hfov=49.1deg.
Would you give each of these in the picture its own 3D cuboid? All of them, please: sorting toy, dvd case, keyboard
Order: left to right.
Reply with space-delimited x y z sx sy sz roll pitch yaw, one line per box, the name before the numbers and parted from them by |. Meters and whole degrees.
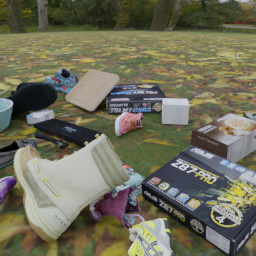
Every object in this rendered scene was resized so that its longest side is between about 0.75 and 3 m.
keyboard | -2.374 0.240 10.251 2.997 0.309 1.905 15 22 32
sorting toy | -1.716 -1.831 13.489 2.339 0.427 2.165 25 71 45
dvd case | -0.224 1.441 7.740 1.127 0.170 1.543 -17 28 -32

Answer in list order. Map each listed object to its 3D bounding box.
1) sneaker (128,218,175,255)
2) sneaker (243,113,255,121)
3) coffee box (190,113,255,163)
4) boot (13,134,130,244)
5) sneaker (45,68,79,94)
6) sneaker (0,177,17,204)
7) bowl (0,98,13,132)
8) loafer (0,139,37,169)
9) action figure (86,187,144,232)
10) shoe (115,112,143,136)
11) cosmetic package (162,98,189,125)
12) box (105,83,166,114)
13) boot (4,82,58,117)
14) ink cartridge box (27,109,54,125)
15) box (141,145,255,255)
sneaker | 0.437 2.453 4.919 0.830 0.819 2.173 -7 14 2
sneaker | 5.508 -0.458 11.410 1.535 0.609 0.567 13 29 28
coffee box | 3.255 0.365 9.195 2.289 0.912 1.309 -19 31 -36
boot | -1.421 0.904 6.715 2.309 1.076 2.986 -37 39 -6
sneaker | -3.596 -2.739 15.584 2.718 1.298 1.078 17 29 33
sneaker | -3.221 1.657 7.013 0.492 0.447 1.112 22 36 27
bowl | -5.353 -0.387 10.763 1.912 1.000 1.912 -1 25 0
loafer | -3.607 0.684 8.925 0.643 0.563 1.789 12 27 25
action figure | -0.347 1.777 6.404 1.422 1.059 0.953 -13 32 40
shoe | 0.076 -0.197 10.759 0.817 0.641 1.795 -1 19 13
cosmetic package | 1.943 -0.688 11.574 1.042 0.867 0.872 2 23 5
box | 0.297 -1.481 13.601 2.791 0.693 2.770 -2 23 -5
boot | -4.237 -1.549 12.556 2.963 1.132 2.490 -19 23 13
ink cartridge box | -3.631 -0.461 11.647 0.657 0.385 0.909 8 25 25
box | 1.922 1.518 6.688 2.075 0.632 2.575 -28 35 -32
